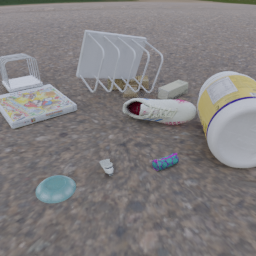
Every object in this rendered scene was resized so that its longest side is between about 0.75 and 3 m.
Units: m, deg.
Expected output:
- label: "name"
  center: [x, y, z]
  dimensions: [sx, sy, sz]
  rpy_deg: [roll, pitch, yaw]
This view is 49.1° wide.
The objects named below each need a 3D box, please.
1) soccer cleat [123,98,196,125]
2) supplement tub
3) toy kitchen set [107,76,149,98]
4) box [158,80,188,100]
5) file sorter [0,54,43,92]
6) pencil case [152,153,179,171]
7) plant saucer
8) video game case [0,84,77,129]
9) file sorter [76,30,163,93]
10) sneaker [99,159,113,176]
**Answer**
- label: "soccer cleat"
  center: [1.064, -0.585, 10.122]
  dimensions: [2.667, 0.932, 1.152]
  rpy_deg: [5, 8, 22]
- label: "supplement tub"
  center: [3.354, -0.426, 8.751]
  dimensions: [2.161, 2.161, 2.973]
  rpy_deg: [2, 30, 3]
- label: "toy kitchen set"
  center: [-0.005, -2.474, 12.680]
  dimensions: [1.915, 1.728, 1.563]
  rpy_deg: [-1, 32, 0]
- label: "box"
  center: [2.034, -1.686, 12.542]
  dimensions: [1.472, 0.503, 0.605]
  rpy_deg: [-25, 39, -36]
- label: "file sorter"
  center: [-5.111, -2.668, 13.109]
  dimensions: [1.500, 1.346, 2.162]
  rpy_deg: [-17, 26, -26]
- label: "pencil case"
  center: [1.094, 0.980, 8.146]
  dimensions: [0.773, 0.357, 0.329]
  rpy_deg: [-16, 34, -27]
- label: "plant saucer"
  center: [-1.901, 1.531, 7.366]
  dimensions: [1.054, 0.203, 1.054]
  rpy_deg: [1, 31, 0]
- label: "video game case"
  center: [-3.889, -1.016, 11.574]
  dimensions: [2.585, 0.325, 2.841]
  rpy_deg: [-20, 36, -30]
- label: "file sorter"
  center: [-0.327, -2.542, 11.348]
  dimensions: [2.836, 1.968, 1.766]
  rpy_deg: [-4, 39, -31]
- label: "sneaker"
  center: [-0.602, 1.117, 8.001]
  dimensions: [0.315, 0.332, 0.825]
  rpy_deg: [-19, 14, -9]
